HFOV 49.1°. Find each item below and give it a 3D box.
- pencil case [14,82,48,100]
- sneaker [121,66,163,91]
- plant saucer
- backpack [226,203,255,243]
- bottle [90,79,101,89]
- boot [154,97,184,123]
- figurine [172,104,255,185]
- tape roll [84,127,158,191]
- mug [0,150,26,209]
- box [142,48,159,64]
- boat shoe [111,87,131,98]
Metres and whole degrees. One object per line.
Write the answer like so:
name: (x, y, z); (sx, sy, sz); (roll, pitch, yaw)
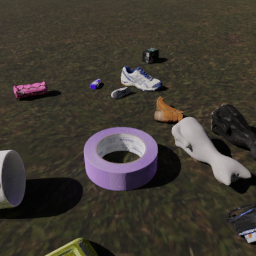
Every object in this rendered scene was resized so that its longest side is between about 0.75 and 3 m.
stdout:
pencil case: (-4.441, -1.744, 12.906); (1.498, 0.680, 0.702); (-15, 4, -19)
sneaker: (0.645, -2.453, 13.698); (2.163, 0.953, 0.814); (13, 35, 18)
plant saucer: (-1.341, 3.426, 4.849); (2.979, 0.713, 2.975); (-18, 38, -32)
backpack: (3.159, 2.155, 6.645); (1.099, 1.153, 0.889); (-17, 69, -27)
bottle: (-1.582, -2.199, 13.934); (0.328, 0.256, 0.785); (10, 35, 15)
boot: (1.713, -0.717, 11.478); (1.129, 0.538, 1.459); (5, 46, 9)
figurine: (3.234, 0.575, 9.054); (2.800, 1.205, 2.732); (-18, 42, -24)
tape roll: (-0.213, 0.892, 8.818); (2.279, 0.748, 2.279); (1, 34, 0)
mug: (-3.857, 1.316, 7.108); (1.770, 2.019, 1.490); (-7, 68, 1)
box: (1.361, -4.352, 16.801); (0.572, 0.683, 0.920); (28, 43, 36)
boat shoe: (-0.371, -1.648, 13.073); (1.091, 0.387, 0.381); (-29, 16, -32)
